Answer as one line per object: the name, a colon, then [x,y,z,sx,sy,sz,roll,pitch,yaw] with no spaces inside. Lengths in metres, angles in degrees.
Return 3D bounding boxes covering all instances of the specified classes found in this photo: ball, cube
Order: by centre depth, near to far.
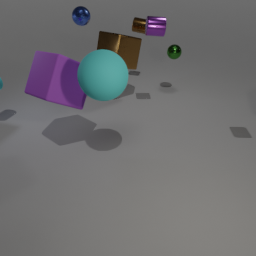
ball: [-0.691,-1.449,7.759,1.400,1.400,1.400,0,31,0]
cube: [-2.189,-1.513,8.936,1.400,1.400,1.400,20,5,41]
ball: [-1.766,-4.224,10.576,0.700,0.700,0.700,0,31,0]
cube: [-0.441,-3.482,12.611,1.400,1.400,1.400,-7,24,-45]
ball: [2.217,-3.643,13.416,0.700,0.700,0.700,0,31,0]

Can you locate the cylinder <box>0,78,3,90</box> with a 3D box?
cylinder: [-5.299,-1.660,10.700,0.700,0.700,0.700,10,30,15]

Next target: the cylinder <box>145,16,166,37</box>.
cylinder: [1.037,-3.839,10.583,0.700,0.700,0.700,2,31,-5]

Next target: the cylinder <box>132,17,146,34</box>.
cylinder: [0.613,-5.142,14.068,0.700,0.700,0.700,14,33,7]
